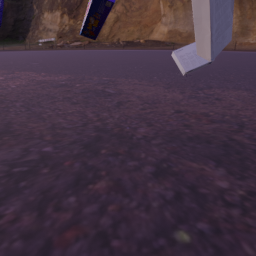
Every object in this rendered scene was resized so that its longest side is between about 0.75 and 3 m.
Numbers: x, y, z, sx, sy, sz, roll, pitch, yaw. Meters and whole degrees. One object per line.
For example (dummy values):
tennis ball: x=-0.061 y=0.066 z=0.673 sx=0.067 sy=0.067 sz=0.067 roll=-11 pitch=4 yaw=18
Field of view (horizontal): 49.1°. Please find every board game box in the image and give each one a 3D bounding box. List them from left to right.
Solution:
board game box: x=-0.521 y=-2.597 z=5.509 sx=0.372 sy=1.118 sz=1.662 roll=16 pitch=-10 yaw=-16

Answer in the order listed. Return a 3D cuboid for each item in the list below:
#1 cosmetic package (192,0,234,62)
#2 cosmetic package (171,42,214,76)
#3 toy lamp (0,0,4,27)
cosmetic package: x=2.539 y=-3.293 z=8.352 sx=0.683 sy=2.698 sz=1.113 roll=37 pitch=80 yaw=28
cosmetic package: x=2.439 y=-2.655 z=10.552 sx=1.288 sy=0.971 sz=0.333 roll=-24 pitch=-11 yaw=-11
toy lamp: x=-2.892 y=-1.330 z=4.973 sx=0.752 sy=2.583 sz=0.752 roll=15 pitch=-9 yaw=2
